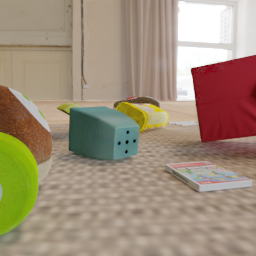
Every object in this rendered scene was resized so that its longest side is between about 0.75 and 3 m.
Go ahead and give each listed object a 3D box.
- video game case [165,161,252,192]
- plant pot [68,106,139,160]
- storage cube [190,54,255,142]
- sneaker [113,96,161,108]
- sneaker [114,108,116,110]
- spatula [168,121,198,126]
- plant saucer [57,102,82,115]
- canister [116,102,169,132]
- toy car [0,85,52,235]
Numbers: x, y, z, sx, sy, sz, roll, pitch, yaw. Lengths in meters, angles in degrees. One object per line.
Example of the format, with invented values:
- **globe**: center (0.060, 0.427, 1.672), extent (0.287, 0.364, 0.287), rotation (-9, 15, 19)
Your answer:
- **video game case**: center (1.029, 0.623, 3.785), extent (0.726, 0.089, 1.016), rotation (-2, 8, -15)
- **plant pot**: center (-0.403, 0.126, 5.073), extent (0.845, 0.845, 1.196), rotation (-6, 16, -41)
- **storage cube**: center (2.241, -0.584, 5.912), extent (1.600, 1.522, 1.780), rotation (-9, -1, 16)
- **sneaker**: center (0.699, -1.350, 16.118), extent (2.746, 0.978, 1.544), rotation (1, 10, 23)
- **sneaker**: center (-0.355, -0.580, 11.797), extent (0.798, 0.657, 1.735), rotation (-10, 2, -16)
- **spatula**: center (2.316, -0.211, 10.432), extent (1.461, 0.117, 1.016), rotation (-4, 9, -29)
- **plant saucer**: center (-1.204, -0.322, 7.712), extent (1.373, 0.329, 1.375), rotation (30, -6, -22)
- **canister**: center (0.484, -0.371, 8.771), extent (1.114, 0.649, 1.499), rotation (29, 20, 32)
- **toy car**: center (-2.037, -0.727, 2.860), extent (2.350, 2.978, 2.446), rotation (-3, 8, -18)
